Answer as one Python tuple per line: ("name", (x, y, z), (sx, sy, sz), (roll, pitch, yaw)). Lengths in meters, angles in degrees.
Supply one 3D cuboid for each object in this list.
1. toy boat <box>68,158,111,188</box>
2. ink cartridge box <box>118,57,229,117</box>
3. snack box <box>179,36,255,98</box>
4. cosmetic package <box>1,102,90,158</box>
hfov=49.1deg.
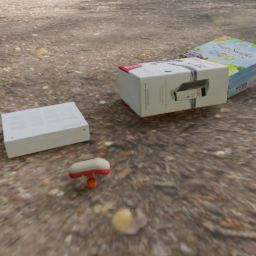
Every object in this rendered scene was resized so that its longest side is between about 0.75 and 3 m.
("toy boat", (-0.785, 0.981, 5.894), (0.866, 0.566, 0.565), (-12, 6, 2))
("ink cartridge box", (1.357, -1.406, 8.860), (2.864, 1.187, 2.102), (-10, 24, -16))
("snack box", (3.703, -2.439, 10.596), (2.354, 0.945, 2.791), (-25, 38, -14))
("cosmetic package", (-2.237, -0.026, 7.510), (2.049, 0.529, 1.545), (-12, 30, -20))
